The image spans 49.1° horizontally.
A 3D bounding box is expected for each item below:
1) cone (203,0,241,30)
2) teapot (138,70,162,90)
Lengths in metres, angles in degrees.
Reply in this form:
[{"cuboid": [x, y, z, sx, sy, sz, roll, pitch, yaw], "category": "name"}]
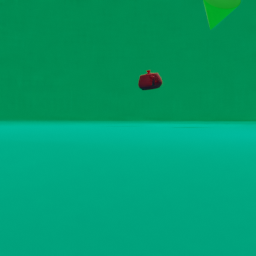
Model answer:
[{"cuboid": [2.916, -3.772, 9.300, 1.211, 1.211, 1.216, 0, -33, -3], "category": "cone"}, {"cuboid": [0.815, -1.836, 10.666, 0.918, 0.723, 1.476, -10, 12, -6], "category": "teapot"}]
